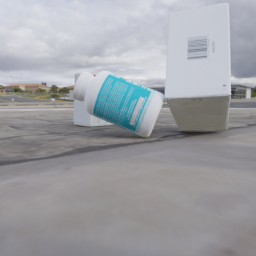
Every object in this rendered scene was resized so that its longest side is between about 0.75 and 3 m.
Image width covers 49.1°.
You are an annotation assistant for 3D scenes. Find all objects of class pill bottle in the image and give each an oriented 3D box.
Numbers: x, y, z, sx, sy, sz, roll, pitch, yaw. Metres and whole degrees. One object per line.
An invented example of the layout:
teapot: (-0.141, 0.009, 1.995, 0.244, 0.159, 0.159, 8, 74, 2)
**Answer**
pill bottle: (-0.220, -0.603, 6.245, 1.901, 1.053, 1.053, 23, 7, 4)

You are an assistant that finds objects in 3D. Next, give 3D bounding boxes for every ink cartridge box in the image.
ink cartridge box: (-0.696, -0.986, 9.920, 0.977, 1.701, 2.342, 9, 10, 42)

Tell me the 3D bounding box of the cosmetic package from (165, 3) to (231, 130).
cosmetic package: (1.761, -1.308, 6.847, 1.361, 2.208, 2.215, -1, -19, 19)
